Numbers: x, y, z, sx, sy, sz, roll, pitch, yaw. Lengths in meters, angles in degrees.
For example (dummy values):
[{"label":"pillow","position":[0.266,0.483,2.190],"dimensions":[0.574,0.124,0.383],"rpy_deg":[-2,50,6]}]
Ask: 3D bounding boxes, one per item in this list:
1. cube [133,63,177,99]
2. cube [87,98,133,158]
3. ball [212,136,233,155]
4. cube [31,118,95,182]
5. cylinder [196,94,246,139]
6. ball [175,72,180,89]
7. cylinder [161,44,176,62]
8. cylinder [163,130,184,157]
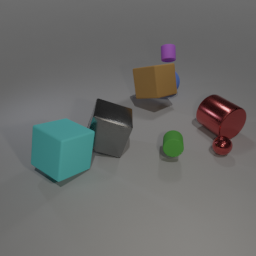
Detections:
[{"label":"cube","position":[1.243,-2.156,12.905],"dimensions":[1.400,1.400,1.400],"rpy_deg":[-18,15,-41]},{"label":"cube","position":[-0.710,-0.009,10.204],"dimensions":[1.400,1.400,1.400],"rpy_deg":[17,30,-10]},{"label":"ball","position":[3.396,0.631,10.088],"dimensions":[0.700,0.700,0.700],"rpy_deg":[0,31,0]},{"label":"cube","position":[-2.119,0.646,9.080],"dimensions":[1.400,1.400,1.400],"rpy_deg":[23,24,31]},{"label":"cylinder","position":[3.726,-0.454,11.268],"dimensions":[1.400,1.400,1.400],"rpy_deg":[-15,35,-23]},{"label":"ball","position":[1.962,-2.380,14.446],"dimensions":[1.400,1.400,1.400],"rpy_deg":[0,31,0]},{"label":"cylinder","position":[1.956,-3.619,13.580],"dimensions":[0.700,0.700,0.700],"rpy_deg":[-1,-4,0]},{"label":"cylinder","position":[1.562,0.535,9.687],"dimensions":[0.700,0.700,0.700],"rpy_deg":[4,26,7]}]
